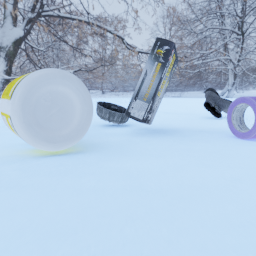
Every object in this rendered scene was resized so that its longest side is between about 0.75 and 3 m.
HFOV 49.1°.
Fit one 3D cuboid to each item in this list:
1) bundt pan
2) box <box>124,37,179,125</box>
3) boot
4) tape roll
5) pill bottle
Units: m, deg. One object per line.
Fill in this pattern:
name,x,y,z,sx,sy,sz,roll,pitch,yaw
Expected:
bundt pan,-0.513,-0.476,9.398,1.254,0.471,1.254,16,15,-4
box,0.725,-1.185,7.862,0.529,2.191,1.735,24,3,13
boot,3.929,-0.794,11.904,1.855,0.647,1.221,30,44,-10
tape roll,2.923,-0.249,6.755,0.440,1.035,1.035,-3,8,-26
pill bottle,-1.858,-0.424,5.900,1.470,1.470,2.624,-4,8,-29
